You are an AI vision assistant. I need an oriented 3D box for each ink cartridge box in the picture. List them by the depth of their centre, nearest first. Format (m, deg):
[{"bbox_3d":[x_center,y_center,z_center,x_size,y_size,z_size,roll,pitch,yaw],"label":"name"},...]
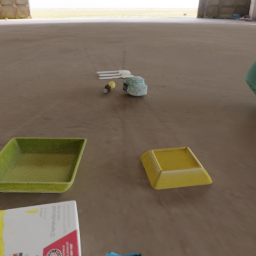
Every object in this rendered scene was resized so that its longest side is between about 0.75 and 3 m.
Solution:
[{"bbox_3d":[-1.718,1.950,4.059,2.036,0.849,1.478,-5,26,-11],"label":"ink cartridge box"}]

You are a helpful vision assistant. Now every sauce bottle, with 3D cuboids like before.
[{"bbox_3d":[-0.856,-1.836,12.644,0.335,0.335,1.034,7,29,13],"label":"sauce bottle"}]

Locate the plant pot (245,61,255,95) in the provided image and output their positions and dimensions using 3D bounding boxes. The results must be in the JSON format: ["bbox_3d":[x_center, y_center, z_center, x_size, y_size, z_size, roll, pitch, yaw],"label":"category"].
[{"bbox_3d":[5.548,-1.798,10.138,1.964,2.447,2.447,-38,18,19],"label":"plant pot"}]

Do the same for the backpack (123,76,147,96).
[{"bbox_3d":[0.346,-1.784,12.026,0.903,0.788,1.028,-7,34,-25],"label":"backpack"}]

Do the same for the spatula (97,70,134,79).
[{"bbox_3d":[-0.715,-2.858,15.035,1.863,0.150,1.295,-7,32,-12],"label":"spatula"}]

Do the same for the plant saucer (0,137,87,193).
[{"bbox_3d":[-2.121,0.903,6.688,2.031,0.487,2.033,1,25,1],"label":"plant saucer"}]

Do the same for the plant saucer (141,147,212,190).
[{"bbox_3d":[1.146,0.881,6.907,1.437,0.348,1.436,-4,25,-9],"label":"plant saucer"}]

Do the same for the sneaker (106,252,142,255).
[{"bbox_3d":[0.261,2.132,4.041,1.347,0.552,0.493,3,25,4],"label":"sneaker"}]
